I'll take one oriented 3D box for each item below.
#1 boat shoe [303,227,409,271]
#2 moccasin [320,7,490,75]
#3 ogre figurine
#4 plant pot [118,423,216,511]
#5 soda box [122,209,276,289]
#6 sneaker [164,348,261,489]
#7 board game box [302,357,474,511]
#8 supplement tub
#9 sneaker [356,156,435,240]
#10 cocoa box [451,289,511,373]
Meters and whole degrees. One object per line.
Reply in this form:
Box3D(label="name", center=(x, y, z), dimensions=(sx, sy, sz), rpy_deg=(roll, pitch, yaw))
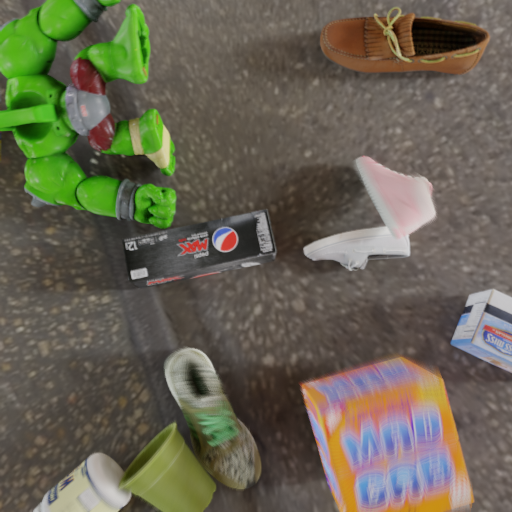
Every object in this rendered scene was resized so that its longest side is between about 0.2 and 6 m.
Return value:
Box3D(label="boat shoe", center=(1.882, -0.078, 10.342), dimensions=(1.967, 0.708, 0.674), rpy_deg=(-8, 79, -11))
Box3D(label="moccasin", center=(2.813, -4.105, 10.737), dimensions=(3.137, 1.211, 1.147), rpy_deg=(10, 80, 2))
Box3D(label="ogre figurine", center=(-3.071, -2.656, 9.877), dimensions=(2.702, 2.211, 4.506), rpy_deg=(-7, 124, 4))
Box3D(label="plant pot", center=(-1.376, 3.732, 9.349), dimensions=(1.256, 1.323, 1.323), rpy_deg=(45, 83, -4))
Box3D(label="soda box", center=(-0.995, -0.100, 10.155), dimensions=(2.640, 0.934, 0.836), rpy_deg=(-11, 80, -2))
Box3D(label="sneaker", center=(-0.782, 2.671, 9.358), dimensions=(1.012, 1.166, 2.632), rpy_deg=(-29, 74, -15))
Box3D(label="board game box", center=(1.951, 2.873, 8.842), dimensions=(1.856, 1.857, 1.856), rpy_deg=(-15, 91, -3))
Box3D(label="supplement tub", center=(-2.900, 4.104, 9.345), dimensions=(1.371, 0.994, 0.994), rpy_deg=(-40, 82, -3))
Box3D(label="sneaker", center=(2.569, -1.227, 10.163), dimensions=(1.004, 0.723, 1.921), rpy_deg=(-27, 52, 9))
Box3D(label="cocoa box", center=(4.470, 1.422, 9.814), dimensions=(1.595, 1.064, 1.047), rpy_deg=(25, 81, 4))
